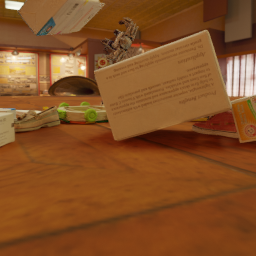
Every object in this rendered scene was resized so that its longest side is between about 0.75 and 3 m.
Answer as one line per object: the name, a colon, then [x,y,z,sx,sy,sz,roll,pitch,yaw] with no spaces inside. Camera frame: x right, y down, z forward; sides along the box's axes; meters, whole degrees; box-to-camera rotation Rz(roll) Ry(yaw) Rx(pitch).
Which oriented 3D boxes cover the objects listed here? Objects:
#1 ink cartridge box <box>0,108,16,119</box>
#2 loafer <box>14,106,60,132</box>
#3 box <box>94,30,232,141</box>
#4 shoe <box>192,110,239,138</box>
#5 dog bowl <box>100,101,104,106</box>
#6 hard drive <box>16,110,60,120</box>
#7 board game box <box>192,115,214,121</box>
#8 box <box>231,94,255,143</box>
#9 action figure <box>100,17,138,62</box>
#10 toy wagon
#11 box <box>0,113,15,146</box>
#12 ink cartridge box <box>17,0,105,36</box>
ink cartridge box: [-4.130,-0.258,8.157,1.444,0.609,1.054,-1,8,-7]
loafer: [-2.803,-0.295,8.346,0.721,0.631,2.006,4,9,24]
box: [0.935,-0.947,6.916,2.555,1.679,2.568,-16,3,15]
shoe: [2.360,-0.188,7.329,0.554,0.705,1.551,-6,10,-38]
dog bowl: [-0.259,-1.097,13.291,2.299,0.848,2.299,0,9,0]
hard drive: [-3.524,-0.517,10.963,1.779,0.237,1.174,9,6,41]
board game box: [2.588,-0.731,11.145,2.552,0.724,2.110,0,7,-1]
box: [3.216,-0.344,6.420,1.772,0.997,0.898,-13,-2,-44]
action figure: [-0.222,-2.049,6.611,0.552,1.036,1.591,36,7,-19]
toy wagon: [-1.739,-0.555,10.209,2.755,0.545,2.138,-7,14,-39]
box: [-3.063,0.042,5.833,1.020,0.667,1.014,0,8,1]
ink cartridge box: [-1.763,-3.435,7.951,1.392,0.820,2.417,-35,6,26]
